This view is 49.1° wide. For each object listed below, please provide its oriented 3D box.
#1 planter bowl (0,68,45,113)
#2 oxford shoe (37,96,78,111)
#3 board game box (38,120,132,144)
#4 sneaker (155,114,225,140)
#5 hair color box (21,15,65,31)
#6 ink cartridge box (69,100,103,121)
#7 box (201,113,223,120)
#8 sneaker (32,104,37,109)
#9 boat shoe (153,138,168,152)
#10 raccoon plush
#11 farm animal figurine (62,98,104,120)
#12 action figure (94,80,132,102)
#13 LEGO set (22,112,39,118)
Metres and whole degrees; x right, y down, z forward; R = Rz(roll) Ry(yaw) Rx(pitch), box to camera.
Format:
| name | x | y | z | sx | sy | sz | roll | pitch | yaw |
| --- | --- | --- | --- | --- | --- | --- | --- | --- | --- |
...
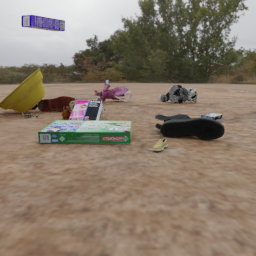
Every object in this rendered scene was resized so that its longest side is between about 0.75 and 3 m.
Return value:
| name | x | y | z | sx | sy | sz | roll | pitch | yaw |
| --- | --- | --- | --- | --- | --- | --- | --- | --- | --- |
| planter bowl | -5.095 | -1.623 | 14.158 | 2.881 | 1.200 | 2.881 | -36 | 19 | 14 |
| oxford shoe | -3.563 | -1.310 | 14.936 | 2.333 | 0.822 | 0.872 | 1 | 8 | 4 |
| board game box | -1.241 | 0.100 | 9.009 | 2.709 | 0.394 | 1.823 | 0 | 11 | 2 |
| sneaker | 1.950 | -0.115 | 9.257 | 2.369 | 0.711 | 1.236 | 0 | 16 | 19 |
| hair color box | -3.723 | -4.622 | 12.385 | 0.904 | 0.536 | 1.654 | 17 | 17 | 39 |
| ink cartridge box | -1.630 | -0.696 | 11.253 | 1.047 | 0.410 | 2.211 | 0 | 30 | 2 |
| box | 3.773 | -0.517 | 12.606 | 0.619 | 0.171 | 0.907 | 10 | 15 | 41 |
| sneaker | -5.397 | -1.195 | 15.387 | 0.564 | 0.389 | 1.014 | -5 | 3 | 19 |
| boat shoe | 0.869 | 0.439 | 7.621 | 0.270 | 0.286 | 0.752 | 6 | 13 | 25 |
| raccoon plush | 3.533 | -2.299 | 19.169 | 1.704 | 1.230 | 2.543 | 2 | 8 | -35 |
| farm animal figurine | -1.956 | -0.895 | 12.550 | 1.848 | 0.929 | 1.492 | 3 | 12 | 14 |
| action figure | -1.232 | -2.227 | 19.266 | 2.412 | 1.616 | 1.796 | -6 | 40 | -29 |
| LEGO set | -4.462 | -0.528 | 12.776 | 0.767 | 0.217 | 0.498 | 18 | 19 | 20 |
